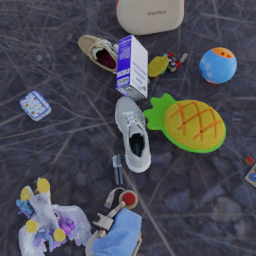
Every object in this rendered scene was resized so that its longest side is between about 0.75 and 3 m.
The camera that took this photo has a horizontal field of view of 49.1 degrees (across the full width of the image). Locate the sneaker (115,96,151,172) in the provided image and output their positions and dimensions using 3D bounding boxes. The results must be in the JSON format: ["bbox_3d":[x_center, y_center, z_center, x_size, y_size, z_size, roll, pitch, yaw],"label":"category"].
[{"bbox_3d":[0.225,0.011,9.840,1.095,1.330,2.892,-13,67,-6],"label":"sneaker"}]

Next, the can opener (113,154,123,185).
[{"bbox_3d":[-0.357,1.446,9.786,0.278,0.351,1.057,-5,72,-3],"label":"can opener"}]

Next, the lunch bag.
[{"bbox_3d":[-3.529,-0.879,10.717,0.890,0.420,1.111,-40,75,-16],"label":"lunch bag"}]

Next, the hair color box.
[{"bbox_3d":[0.179,-2.273,10.813,0.716,1.208,2.210,-14,62,31],"label":"hair color box"}]

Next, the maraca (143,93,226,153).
[{"bbox_3d":[1.983,-0.215,9.825,2.910,1.557,1.995,24,58,12],"label":"maraca"}]

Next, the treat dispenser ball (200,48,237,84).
[{"bbox_3d":[3.488,-2.419,10.883,1.370,1.370,1.370,0,67,0],"label":"treat dispenser ball"}]

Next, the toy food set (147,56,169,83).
[{"bbox_3d":[1.142,-2.333,11.304,1.280,0.418,0.753,-43,53,4],"label":"toy food set"}]

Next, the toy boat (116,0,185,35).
[{"bbox_3d":[0.887,-5.206,12.068,2.877,1.877,1.880,-10,37,-5],"label":"toy boat"}]

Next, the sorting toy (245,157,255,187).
[{"bbox_3d":[4.655,1.727,9.687,1.591,0.269,0.767,40,73,15],"label":"sorting toy"}]

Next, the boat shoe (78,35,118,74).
[{"bbox_3d":[-1.133,-3.030,11.274,2.402,0.797,0.889,35,106,14],"label":"boat shoe"}]

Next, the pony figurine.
[{"bbox_3d":[-2.355,2.694,8.317,2.225,2.672,2.580,-19,84,-16],"label":"pony figurine"}]

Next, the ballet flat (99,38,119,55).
[{"bbox_3d":[-0.683,-3.361,11.752,1.475,0.460,0.498,23,69,9],"label":"ballet flat"}]

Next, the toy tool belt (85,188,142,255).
[{"bbox_3d":[-0.259,3.030,8.343,1.639,1.613,2.625,25,69,-1],"label":"toy tool belt"}]

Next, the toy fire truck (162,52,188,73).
[{"bbox_3d":[1.932,-2.829,11.523,0.893,0.575,0.786,-26,68,-23],"label":"toy fire truck"}]
